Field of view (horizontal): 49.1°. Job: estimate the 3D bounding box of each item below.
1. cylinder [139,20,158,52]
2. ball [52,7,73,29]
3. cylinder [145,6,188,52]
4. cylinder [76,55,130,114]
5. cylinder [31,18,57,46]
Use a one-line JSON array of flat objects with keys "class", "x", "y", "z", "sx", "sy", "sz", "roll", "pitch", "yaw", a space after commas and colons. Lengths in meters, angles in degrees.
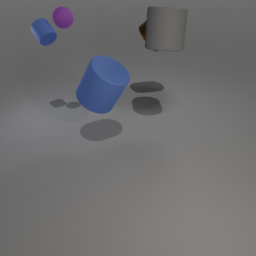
[{"class": "cylinder", "x": 1.433, "y": -4.386, "z": 12.518, "sx": 1.400, "sy": 1.400, "sz": 1.400, "roll": -32, "pitch": 18, "yaw": 27}, {"class": "ball", "x": -2.216, "y": -3.754, "z": 9.538, "sx": 0.700, "sy": 0.700, "sz": 0.700, "roll": 0, "pitch": 30, "yaw": 0}, {"class": "cylinder", "x": 1.339, "y": -3.507, "z": 9.897, "sx": 1.400, "sy": 1.400, "sz": 1.400, "roll": 3, "pitch": 22, "yaw": -1}, {"class": "cylinder", "x": -0.854, "y": -1.436, "z": 9.357, "sx": 1.400, "sy": 1.400, "sz": 1.400, "roll": 20, "pitch": 42, "yaw": -19}, {"class": "cylinder", "x": -3.091, "y": -3.521, "z": 10.296, "sx": 0.700, "sy": 0.700, "sz": 0.700, "roll": -26, "pitch": 75, "yaw": -37}]
